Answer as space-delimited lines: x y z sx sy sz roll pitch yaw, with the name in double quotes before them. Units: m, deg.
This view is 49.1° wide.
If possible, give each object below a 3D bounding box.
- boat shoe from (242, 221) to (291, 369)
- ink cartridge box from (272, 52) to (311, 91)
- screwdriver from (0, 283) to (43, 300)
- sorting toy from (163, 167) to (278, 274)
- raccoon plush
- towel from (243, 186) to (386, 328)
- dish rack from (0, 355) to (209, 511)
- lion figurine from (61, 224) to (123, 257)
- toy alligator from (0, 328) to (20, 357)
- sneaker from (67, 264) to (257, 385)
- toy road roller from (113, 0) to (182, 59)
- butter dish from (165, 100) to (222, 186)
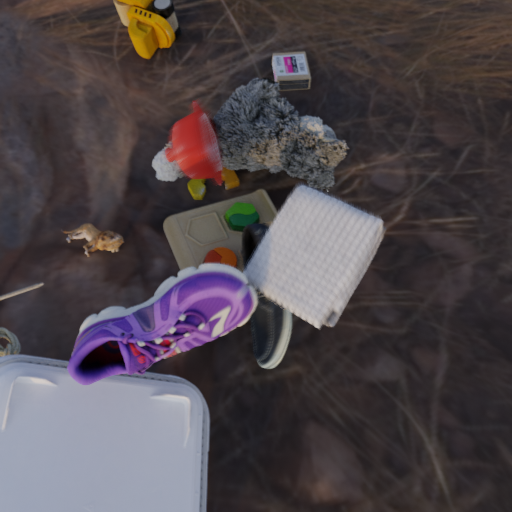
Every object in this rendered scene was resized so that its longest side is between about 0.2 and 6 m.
"boat shoe" 0.078 0.564 8.662 0.719 0.862 2.311 8 77 -30
"ink cartridge box" 0.764 -4.046 12.254 0.739 0.337 0.897 -5 58 -4
"screwdriver" -4.670 0.915 9.052 2.499 0.349 0.364 -15 89 -10
"sorting toy" -0.601 -0.591 9.994 2.001 0.360 2.686 -20 59 -12
"raccoon plush" 0.058 -1.644 10.155 3.248 1.572 2.177 -42 74 -15
"towel" 0.740 0.025 7.009 1.250 0.646 1.510 29 85 20
"dish rack" -2.009 3.012 6.661 3.283 0.833 3.825 14 56 -22
"lion figurine" -2.875 -0.353 9.842 1.058 0.383 0.648 35 59 24
"toy alligator" -2.910 2.416 7.588 0.895 0.819 3.020 -21 72 -45
"sneaker" -1.116 0.958 6.650 2.461 0.992 1.027 -26 20 13
"toy road roller" -2.593 -5.240 12.661 1.658 1.019 1.211 25 72 15
"butter dish" -1.048 -1.693 8.898 0.803 1.086 1.083 -15 69 5
